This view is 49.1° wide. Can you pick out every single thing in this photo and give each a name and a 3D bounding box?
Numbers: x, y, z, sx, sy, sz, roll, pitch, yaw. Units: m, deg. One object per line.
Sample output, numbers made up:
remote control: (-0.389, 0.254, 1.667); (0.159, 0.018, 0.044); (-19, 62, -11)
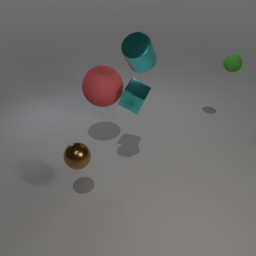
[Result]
ball: (-1.306, 0.721, 7.223); (0.700, 0.700, 0.700); (0, 30, 0)
ball: (-0.858, -1.412, 9.494); (1.400, 1.400, 1.400); (0, 30, 0)
cube: (0.209, -1.011, 8.878); (0.700, 0.700, 0.700); (28, 50, 1)
cylinder: (0.269, -1.751, 6.561); (0.700, 0.700, 0.700); (-6, 70, 17)
ball: (4.096, -2.532, 10.942); (0.700, 0.700, 0.700); (0, 30, 0)
